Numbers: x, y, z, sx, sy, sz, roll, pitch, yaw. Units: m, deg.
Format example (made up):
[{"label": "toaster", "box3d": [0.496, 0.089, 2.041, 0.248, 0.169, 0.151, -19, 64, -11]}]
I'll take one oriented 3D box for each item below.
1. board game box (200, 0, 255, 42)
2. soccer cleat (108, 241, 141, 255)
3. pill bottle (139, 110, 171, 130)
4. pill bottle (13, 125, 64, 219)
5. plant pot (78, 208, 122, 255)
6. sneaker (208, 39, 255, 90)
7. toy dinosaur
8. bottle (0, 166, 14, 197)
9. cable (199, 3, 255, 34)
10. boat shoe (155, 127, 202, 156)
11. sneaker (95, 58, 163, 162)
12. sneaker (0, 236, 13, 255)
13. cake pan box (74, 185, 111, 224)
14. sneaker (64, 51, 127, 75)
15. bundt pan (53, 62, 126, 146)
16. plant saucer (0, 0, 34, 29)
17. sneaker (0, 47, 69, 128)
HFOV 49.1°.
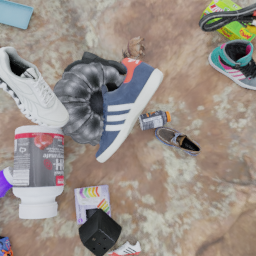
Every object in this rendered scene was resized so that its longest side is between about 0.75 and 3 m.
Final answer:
[{"label": "board game box", "box3d": [3.994, -4.112, 10.783, 2.102, 0.501, 1.068, 38, 83, 6]}, {"label": "soccer cleat", "box3d": [-0.128, 4.120, 9.529, 1.130, 0.388, 0.481, -3, 73, -4]}, {"label": "pill bottle", "box3d": [0.980, -0.306, 10.123, 1.100, 0.584, 0.584, -13, 81, -3]}, {"label": "pill bottle", "box3d": [-2.952, 1.443, 9.315, 1.602, 1.602, 2.894, -2, 81, 0]}, {"label": "plant pot", "box3d": [-0.915, 3.518, 9.113, 1.096, 0.975, 1.099, -45, 100, 4]}, {"label": "sneaker", "box3d": [4.213, -2.306, 9.978, 2.485, 1.501, 1.039, 29, 82, 5]}, {"label": "toy dinosaur", "box3d": [0.171, -2.992, 10.595, 0.919, 0.582, 1.356, 3, 75, 7]}, {"label": "bottle", "box3d": [-5.087, 2.297, 9.533, 2.767, 0.903, 1.156, -32, 80, -5]}, {"label": "cable", "box3d": [2.721, -2.564, 6.557, 2.016, 0.979, 0.507, -10, 67, -17]}, {"label": "boat shoe", "box3d": [1.822, 0.408, 9.975, 1.766, 0.639, 0.638, 23, 81, 4]}, {"label": "sneaker", "box3d": [-0.305, -0.444, 6.952, 1.179, 1.046, 2.789, 32, 109, 2]}, {"label": "sneaker", "box3d": [-4.244, 4.183, 9.204, 2.774, 1.045, 1.088, 41, 78, 4]}, {"label": "cake pan box", "box3d": [-1.224, 2.684, 9.770, 1.183, 0.336, 1.284, -5, 81, 1]}, {"label": "sneaker", "box3d": [-1.198, -2.081, 10.407, 2.190, 0.658, 1.142, 22, 81, 8]}, {"label": "bundt pan", "box3d": [-0.986, -0.811, 9.344, 2.928, 1.099, 2.928, -1, 92, -27]}, {"label": "plant saucer", "box3d": [-5.123, -4.594, 10.996, 2.775, 0.263, 0.970, 16, 81, 2]}, {"label": "sneaker", "box3d": [-2.341, -0.929, 6.884, 2.433, 0.986, 0.914, 45, 44, -25]}]
